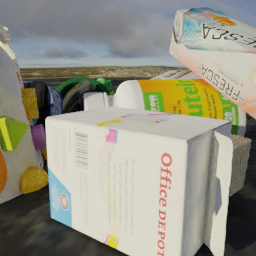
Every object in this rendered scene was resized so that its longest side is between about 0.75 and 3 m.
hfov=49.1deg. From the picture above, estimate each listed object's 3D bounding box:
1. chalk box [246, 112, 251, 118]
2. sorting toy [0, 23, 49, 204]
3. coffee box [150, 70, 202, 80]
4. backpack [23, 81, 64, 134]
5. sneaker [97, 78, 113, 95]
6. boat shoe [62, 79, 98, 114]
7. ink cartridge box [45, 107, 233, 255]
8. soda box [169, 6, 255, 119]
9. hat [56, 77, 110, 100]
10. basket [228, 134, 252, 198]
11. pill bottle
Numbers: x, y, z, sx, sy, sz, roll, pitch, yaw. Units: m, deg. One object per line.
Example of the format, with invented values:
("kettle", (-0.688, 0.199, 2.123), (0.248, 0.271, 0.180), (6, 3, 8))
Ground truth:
("chalk box", (3.650, -1.265, 10.837), (2.306, 1.435, 1.427), (9, 15, 30))
("sorting toy", (-2.084, -0.412, 4.519), (1.493, 2.516, 2.795), (-3, 13, -13))
("coffee box", (1.815, -0.803, 8.165), (1.047, 1.483, 2.623), (-26, 22, -21))
("backpack", (-2.225, -0.376, 6.832), (1.522, 1.450, 1.173), (3, -4, 12))
("sneaker", (-1.808, -2.377, 16.497), (1.007, 1.136, 2.718), (7, 15, 25))
("boat shoe", (-1.457, -0.723, 8.502), (0.834, 0.942, 2.574), (30, 36, -5))
("ink cartridge box", (0.213, 0.521, 3.187), (1.990, 1.279, 1.246), (10, 15, 34))
("soda box", (1.773, -1.121, 4.586), (0.826, 0.889, 2.600), (-17, 45, -24))
("hat", (-1.628, -0.520, 10.295), (1.948, 2.070, 2.351), (1, 52, -3))
("basket", (1.280, 0.536, 4.152), (0.706, 0.878, 0.870), (19, 22, 40))
("pill bottle", (0.570, -0.134, 5.177), (2.702, 1.501, 1.501), (-3, 13, -10))
